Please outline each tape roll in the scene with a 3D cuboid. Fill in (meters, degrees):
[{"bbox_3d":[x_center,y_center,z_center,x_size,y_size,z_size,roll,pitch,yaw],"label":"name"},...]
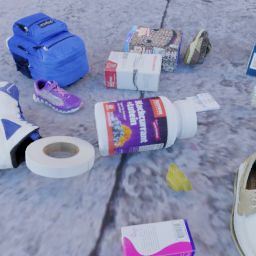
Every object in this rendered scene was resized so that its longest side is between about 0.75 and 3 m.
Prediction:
[{"bbox_3d":[-1.579,0.640,6.625,1.597,0.292,1.597,5,22,-2],"label":"tape roll"}]

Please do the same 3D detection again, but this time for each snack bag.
[{"bbox_3d":[2.464,-0.856,9.308,0.905,0.097,0.854,-9,43,-10],"label":"snack bag"}]

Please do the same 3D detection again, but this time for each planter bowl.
[{"bbox_3d":[1.133,1.244,6.578,0.328,0.787,0.787,-36,51,-11],"label":"planter bowl"}]

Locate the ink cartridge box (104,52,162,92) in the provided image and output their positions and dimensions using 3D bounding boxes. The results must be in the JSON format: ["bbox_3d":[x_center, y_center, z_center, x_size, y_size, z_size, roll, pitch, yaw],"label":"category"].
[{"bbox_3d":[0.211,-2.047,10.096,1.900,0.787,1.395,6,43,6],"label":"ink cartridge box"}]

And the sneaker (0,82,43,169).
[{"bbox_3d":[-3.058,0.058,7.662,1.666,1.165,2.885,1,49,-5],"label":"sneaker"}]

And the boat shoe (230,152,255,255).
[{"bbox_3d":[2.753,1.645,5.947,0.992,0.908,2.655,6,43,7],"label":"boat shoe"}]

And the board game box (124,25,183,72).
[{"bbox_3d":[1.023,-3.197,11.195,2.077,1.006,1.656,10,43,10],"label":"board game box"}]

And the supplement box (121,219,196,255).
[{"bbox_3d":[0.547,2.283,5.432,1.297,0.670,0.656,-4,43,-6],"label":"supplement box"}]

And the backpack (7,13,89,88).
[{"bbox_3d":[-2.765,-2.663,9.838,2.556,2.145,2.077,34,59,27],"label":"backpack"}]

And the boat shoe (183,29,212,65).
[{"bbox_3d":[2.944,-3.219,11.403,0.847,0.956,2.613,27,48,8],"label":"boat shoe"}]

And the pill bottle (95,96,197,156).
[{"bbox_3d":[0.446,-0.104,7.486,2.541,1.415,1.415,-7,43,-8],"label":"pill bottle"}]

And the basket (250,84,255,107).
[{"bbox_3d":[4.201,-1.146,8.671,0.642,0.814,0.924,30,70,25],"label":"basket"}]

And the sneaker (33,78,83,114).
[{"bbox_3d":[-2.327,-1.094,9.038,1.862,0.823,0.749,20,45,19],"label":"sneaker"}]

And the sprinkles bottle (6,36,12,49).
[{"bbox_3d":[-4.301,-3.982,12.276,0.723,0.723,2.117,19,45,20],"label":"sprinkles bottle"}]

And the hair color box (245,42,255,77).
[{"bbox_3d":[5.368,-3.089,10.897,0.757,1.251,2.501,21,46,21],"label":"hair color box"}]
